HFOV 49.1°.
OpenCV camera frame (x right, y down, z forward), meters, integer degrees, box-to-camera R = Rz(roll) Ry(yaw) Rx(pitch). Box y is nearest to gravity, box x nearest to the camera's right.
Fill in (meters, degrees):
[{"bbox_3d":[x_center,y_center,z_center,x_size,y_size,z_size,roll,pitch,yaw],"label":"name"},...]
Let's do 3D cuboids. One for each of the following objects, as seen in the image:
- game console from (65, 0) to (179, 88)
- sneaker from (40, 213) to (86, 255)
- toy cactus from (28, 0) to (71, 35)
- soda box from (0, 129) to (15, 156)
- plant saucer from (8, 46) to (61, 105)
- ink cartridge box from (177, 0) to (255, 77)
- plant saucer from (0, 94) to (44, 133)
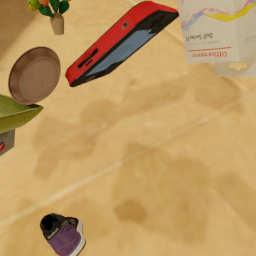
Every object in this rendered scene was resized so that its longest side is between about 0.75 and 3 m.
[{"bbox_3d":[-0.077,-1.599,5.543,0.345,2.220,1.963,58,30,0],"label":"game console"},{"bbox_3d":[-0.852,1.220,3.507,0.432,1.141,0.500,-44,99,-18],"label":"sneaker"},{"bbox_3d":[-1.257,-1.995,4.644,0.536,0.865,1.048,6,30,16],"label":"toy cactus"},{"bbox_3d":[-2.644,0.367,5.102,0.432,0.465,1.362,18,25,7],"label":"soda box"},{"bbox_3d":[-1.687,-0.946,5.171,1.155,0.211,1.155,-6,74,20],"label":"plant saucer"},{"bbox_3d":[1.663,-1.931,5.104,0.767,2.279,1.335,-24,21,-24],"label":"ink cartridge box"},{"bbox_3d":[-2.652,-0.255,4.634,1.794,0.429,1.791,15,16,13],"label":"plant saucer"}]
